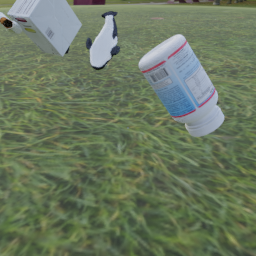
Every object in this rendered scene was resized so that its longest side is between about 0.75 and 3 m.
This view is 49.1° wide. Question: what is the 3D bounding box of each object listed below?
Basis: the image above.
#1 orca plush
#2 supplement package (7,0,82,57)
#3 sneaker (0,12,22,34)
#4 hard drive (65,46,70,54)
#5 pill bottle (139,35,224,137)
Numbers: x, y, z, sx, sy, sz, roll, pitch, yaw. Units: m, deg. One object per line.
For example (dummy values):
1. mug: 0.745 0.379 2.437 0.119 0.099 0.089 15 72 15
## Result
1. orca plush: -0.524 -1.812 6.038 0.715 1.358 0.483 -2 -15 0
2. supplement package: -2.824 -3.780 9.796 1.095 1.976 1.539 19 74 29
3. sneaker: -3.634 -3.137 8.721 0.440 0.378 1.039 46 8 19
4. hard drive: -2.629 -3.612 11.974 0.160 0.511 0.757 2 72 4
5. pill bottle: 1.167 -0.819 5.844 1.080 1.985 1.080 -32 18 12
